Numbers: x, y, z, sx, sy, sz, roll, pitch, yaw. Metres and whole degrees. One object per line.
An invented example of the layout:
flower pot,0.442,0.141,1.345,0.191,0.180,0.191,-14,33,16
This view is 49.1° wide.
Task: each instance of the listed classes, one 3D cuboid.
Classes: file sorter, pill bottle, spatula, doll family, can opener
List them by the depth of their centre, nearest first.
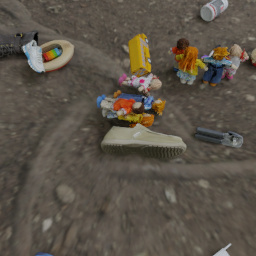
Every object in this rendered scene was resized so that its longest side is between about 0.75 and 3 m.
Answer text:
file sorter,2.192,3.224,5.816,0.868,0.779,1.251,-28,59,-18
can opener,2.693,0.245,8.316,1.382,0.369,0.462,13,23,10
doll family,0.263,-0.726,8.664,1.618,1.175,2.606,13,37,18
doll family,2.533,-2.055,9.079,2.603,1.616,1.173,9,63,9
spatula,3.216,-2.868,10.639,0.354,0.129,1.252,34,60,20
pill bottle,3.681,-5.078,11.896,1.177,0.682,0.682,-38,62,-24

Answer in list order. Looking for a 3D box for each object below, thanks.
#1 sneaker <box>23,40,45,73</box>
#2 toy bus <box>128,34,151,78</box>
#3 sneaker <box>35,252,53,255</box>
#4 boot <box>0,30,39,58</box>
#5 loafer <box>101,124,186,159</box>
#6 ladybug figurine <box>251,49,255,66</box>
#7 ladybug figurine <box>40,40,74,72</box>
sneaker,-3.048,-2.401,9.305,0.544,0.471,1.256,-36,75,21
toy bus,0.287,-1.906,7.223,0.398,0.479,1.223,-23,60,34
sneaker,-1.584,3.120,6.107,1.187,0.439,0.488,22,59,16
boot,-4.380,-2.900,10.231,2.083,0.828,2.393,-1,52,0
loafer,0.441,0.317,7.851,2.365,0.895,0.807,4,60,4
ladybug figurine,5.017,-2.573,10.198,1.351,0.486,0.917,-20,57,-14
ladybug figurine,-2.663,-2.518,9.996,1.667,0.600,1.132,-25,68,-7
